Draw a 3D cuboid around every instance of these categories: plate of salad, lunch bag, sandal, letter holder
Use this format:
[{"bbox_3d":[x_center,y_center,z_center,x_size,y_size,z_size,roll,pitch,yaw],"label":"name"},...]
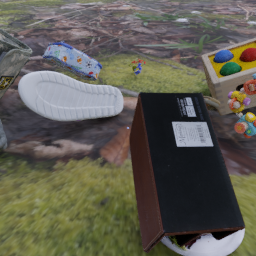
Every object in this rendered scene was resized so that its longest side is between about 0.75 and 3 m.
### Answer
[{"bbox_3d":[1.182,1.472,4.908,1.678,0.403,1.678,1,35,-1],"label":"plate of salad"},{"bbox_3d":[-3.893,-1.600,6.938,1.537,2.144,2.614,48,15,33],"label":"lunch bag"},{"bbox_3d":[-1.394,-0.670,7.194,2.841,1.156,0.698,7,-11,-36],"label":"sandal"},{"bbox_3d":[-1.719,-2.030,8.531,1.658,0.627,1.329,27,-4,-38],"label":"lunch bag"},{"bbox_3d":[0.725,0.751,4.627,1.110,1.569,2.207,-1,57,-10],"label":"letter holder"},{"bbox_3d":[1.610,-0.445,7.060,0.660,0.444,1.644,18,-10,-25],"label":"sandal"}]

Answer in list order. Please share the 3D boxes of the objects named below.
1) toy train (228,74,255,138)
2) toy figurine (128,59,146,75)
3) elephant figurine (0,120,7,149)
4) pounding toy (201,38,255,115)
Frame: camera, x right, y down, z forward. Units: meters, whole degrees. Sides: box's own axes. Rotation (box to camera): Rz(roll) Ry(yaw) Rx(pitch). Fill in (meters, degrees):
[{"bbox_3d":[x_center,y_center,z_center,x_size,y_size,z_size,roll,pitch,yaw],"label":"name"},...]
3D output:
[{"bbox_3d":[2.767,-0.421,6.383,0.427,1.534,1.152,-21,11,-28],"label":"toy train"},{"bbox_3d":[0.274,-2.042,9.752,0.396,0.752,0.450,21,70,-29],"label":"toy figurine"},{"bbox_3d":[-3.292,0.253,5.987,1.202,0.850,0.932,-17,82,-29],"label":"elephant figurine"},{"bbox_3d":[3.530,-1.990,8.268,2.477,1.290,2.820,-16,37,13],"label":"pounding toy"}]
